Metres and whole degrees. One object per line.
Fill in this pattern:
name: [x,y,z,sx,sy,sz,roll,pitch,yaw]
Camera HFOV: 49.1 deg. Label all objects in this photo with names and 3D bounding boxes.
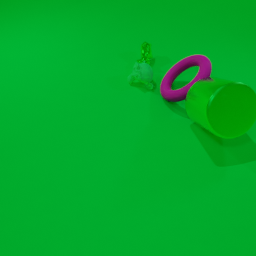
monkey head: [0.419,-1.727,9.209,0.685,0.818,1.136,7,57,-38]
cylinder: [2.370,-0.567,7.257,1.380,1.380,1.380,-9,17,-8]
ring: [1.725,-1.519,8.516,1.755,0.351,1.755,-32,34,26]
cow figurine: [0.607,-2.596,9.858,0.483,0.880,0.866,0,13,18]
